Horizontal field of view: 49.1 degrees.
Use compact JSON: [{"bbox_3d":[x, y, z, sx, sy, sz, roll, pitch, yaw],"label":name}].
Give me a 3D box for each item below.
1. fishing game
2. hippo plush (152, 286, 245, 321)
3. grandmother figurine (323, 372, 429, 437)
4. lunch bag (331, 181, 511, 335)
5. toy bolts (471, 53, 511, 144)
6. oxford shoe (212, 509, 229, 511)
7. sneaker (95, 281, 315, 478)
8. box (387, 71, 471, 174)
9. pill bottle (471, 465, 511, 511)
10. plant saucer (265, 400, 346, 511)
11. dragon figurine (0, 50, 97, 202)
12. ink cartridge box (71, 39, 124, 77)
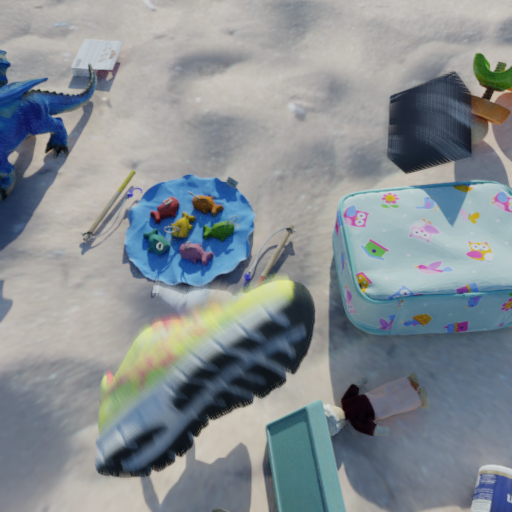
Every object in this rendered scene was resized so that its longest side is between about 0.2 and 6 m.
[{"bbox_3d":[-1.027,-0.518,8.847,3.068,0.477,2.197,23,61,15],"label":"fishing game"},{"bbox_3d":[-0.519,1.068,6.675,1.590,1.266,1.278,7,84,-3],"label":"hippo plush"},{"bbox_3d":[1.442,1.951,7.148,1.461,0.443,0.886,-14,30,-6],"label":"grandmother figurine"},{"bbox_3d":[2.572,-0.047,8.110,2.816,1.085,2.258,-4,51,-4],"label":"lunch bag"},{"bbox_3d":[4.769,-2.470,10.018,2.133,1.479,2.037,29,19,30],"label":"toy bolts"},{"bbox_3d":[-0.939,3.985,5.522,1.147,1.081,3.068,19,54,44],"label":"oxford shoe"},{"bbox_3d":[-0.706,1.041,5.828,2.922,1.142,1.320,-38,46,16],"label":"sneaker"},{"bbox_3d":[2.707,-2.057,8.762,1.106,0.632,1.215,-11,61,41],"label":"box"},{"bbox_3d":[2.721,2.967,6.307,0.573,0.573,1.032,19,58,13],"label":"pill bottle"},{"bbox_3d":[0.598,2.952,6.197,0.245,0.904,2.585,23,43,-40],"label":"plant saucer"},{"bbox_3d":[-4.132,-2.454,9.119,1.307,2.208,4.441,33,61,21],"label":"dragon figurine"},{"bbox_3d":[-3.217,-4.043,11.453,0.863,0.219,0.979,5,55,4],"label":"ink cartridge box"}]
